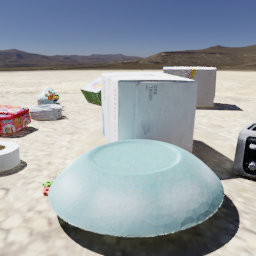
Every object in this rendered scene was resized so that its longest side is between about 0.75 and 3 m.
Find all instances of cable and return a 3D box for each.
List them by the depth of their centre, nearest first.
[{"bbox_3d":[-3.317,-0.665,11.325,1.308,0.453,1.309,-8,16,-23],"label":"cable"}]

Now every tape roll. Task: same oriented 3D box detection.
[{"bbox_3d":[-3.058,0.639,6.376,1.135,0.397,1.135,-1,15,0],"label":"tape roll"}]

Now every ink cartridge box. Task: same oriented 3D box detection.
[{"bbox_3d":[0.390,-0.449,7.490,1.898,1.932,2.624,-3,16,-12],"label":"ink cartridge box"},{"bbox_3d":[3.039,-2.155,14.230,2.538,1.836,1.868,2,15,8],"label":"ink cartridge box"},{"bbox_3d":[-1.212,-1.929,14.434,1.397,0.798,2.691,-37,30,-21],"label":"ink cartridge box"}]

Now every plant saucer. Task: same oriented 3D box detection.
[{"bbox_3d":[0.122,0.697,4.758,2.919,0.562,2.919,-1,16,0],"label":"plant saucer"}]

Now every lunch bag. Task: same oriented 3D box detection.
[{"bbox_3d":[-4.337,-0.243,9.271,1.815,0.744,1.599,2,19,12],"label":"lunch bag"}]

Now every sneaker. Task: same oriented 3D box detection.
[{"bbox_3d":[-3.830,-1.507,14.001,0.908,0.819,2.216,-1,26,-3],"label":"sneaker"}]

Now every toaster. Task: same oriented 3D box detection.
[{"bbox_3d":[3.162,0.495,5.837,1.452,0.953,1.606,12,18,35],"label":"toaster"}]

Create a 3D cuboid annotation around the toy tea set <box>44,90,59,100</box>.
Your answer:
[{"bbox_3d":[-3.557,-1.560,12.866,0.514,0.320,0.865,-14,35,-37],"label":"toy tea set"}]

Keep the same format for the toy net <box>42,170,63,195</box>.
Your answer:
[{"bbox_3d":[-1.128,1.093,4.917,0.694,0.256,1.324,-5,16,-20],"label":"toy net"}]
